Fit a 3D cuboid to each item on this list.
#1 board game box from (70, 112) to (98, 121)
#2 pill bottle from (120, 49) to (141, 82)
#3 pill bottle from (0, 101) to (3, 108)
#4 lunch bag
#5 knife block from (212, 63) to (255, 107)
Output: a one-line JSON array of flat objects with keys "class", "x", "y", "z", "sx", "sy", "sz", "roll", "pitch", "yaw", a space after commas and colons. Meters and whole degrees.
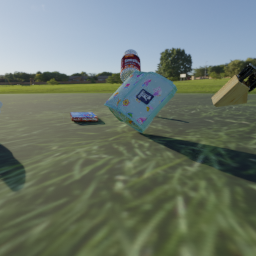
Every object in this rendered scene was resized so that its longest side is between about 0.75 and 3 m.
[{"class": "board game box", "x": -1.760, "y": -0.451, "z": 10.959, "sx": 0.938, "sy": 0.177, "sz": 1.822, "roll": -2, "pitch": 9, "yaw": -13}, {"class": "pill bottle", "x": 0.112, "y": -2.626, "z": 11.876, "sx": 0.864, "sy": 0.864, "sz": 1.530, "roll": 0, "pitch": 50, "yaw": -1}, {"class": "pill bottle", "x": -3.864, "y": -0.384, "z": 7.745, "sx": 0.503, "sy": 0.896, "sz": 0.503, "roll": 14, "pitch": -29, "yaw": 8}, {"class": "lunch bag", "x": 0.385, "y": -0.770, "z": 7.901, "sx": 1.106, "sy": 1.545, "sz": 1.814, "roll": 46, "pitch": -9, "yaw": -29}, {"class": "knife block", "x": 3.755, "y": -1.496, "z": 9.784, "sx": 1.572, "sy": 1.380, "sz": 0.503, "roll": -7, "pitch": 37, "yaw": 10}]
